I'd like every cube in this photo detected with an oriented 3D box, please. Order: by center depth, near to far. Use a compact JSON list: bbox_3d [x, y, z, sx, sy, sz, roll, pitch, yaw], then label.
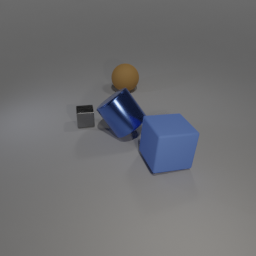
[{"bbox_3d":[1.310,0.470,9.339,1.400,1.400,1.400,-5,31,-17],"label":"cube"},{"bbox_3d":[-1.775,-0.486,11.650,0.700,0.700,0.700,-5,32,-9],"label":"cube"}]

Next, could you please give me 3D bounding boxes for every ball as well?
[{"bbox_3d":[-0.141,-2.561,14.228,1.400,1.400,1.400,0,33,0],"label":"ball"}]

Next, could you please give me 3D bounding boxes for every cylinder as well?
[{"bbox_3d":[-0.240,-0.583,10.688,1.400,1.400,1.400,-35,13,9],"label":"cylinder"}]
